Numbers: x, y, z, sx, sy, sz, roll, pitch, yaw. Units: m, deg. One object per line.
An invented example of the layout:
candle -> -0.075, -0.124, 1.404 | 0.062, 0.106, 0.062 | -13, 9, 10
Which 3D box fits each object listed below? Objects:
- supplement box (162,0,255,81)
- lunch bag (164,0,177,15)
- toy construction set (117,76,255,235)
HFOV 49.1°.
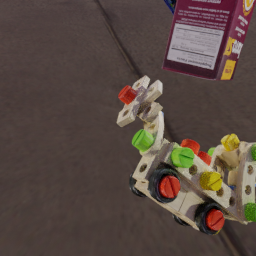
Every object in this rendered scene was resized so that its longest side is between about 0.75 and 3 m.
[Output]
supplement box -> 1.866, -2.522, 5.911 | 1.229, 2.870, 1.583 | 21, 20, 28
lunch bag -> 1.263, -4.089, 7.832 | 0.810, 1.722, 1.297 | -11, 60, 19
toy construction set -> 0.777, 0.332, 3.232 | 2.233, 1.029, 1.464 | 33, 70, -9
